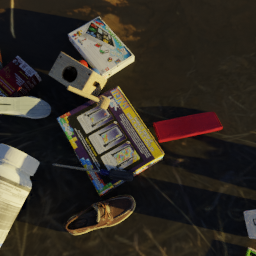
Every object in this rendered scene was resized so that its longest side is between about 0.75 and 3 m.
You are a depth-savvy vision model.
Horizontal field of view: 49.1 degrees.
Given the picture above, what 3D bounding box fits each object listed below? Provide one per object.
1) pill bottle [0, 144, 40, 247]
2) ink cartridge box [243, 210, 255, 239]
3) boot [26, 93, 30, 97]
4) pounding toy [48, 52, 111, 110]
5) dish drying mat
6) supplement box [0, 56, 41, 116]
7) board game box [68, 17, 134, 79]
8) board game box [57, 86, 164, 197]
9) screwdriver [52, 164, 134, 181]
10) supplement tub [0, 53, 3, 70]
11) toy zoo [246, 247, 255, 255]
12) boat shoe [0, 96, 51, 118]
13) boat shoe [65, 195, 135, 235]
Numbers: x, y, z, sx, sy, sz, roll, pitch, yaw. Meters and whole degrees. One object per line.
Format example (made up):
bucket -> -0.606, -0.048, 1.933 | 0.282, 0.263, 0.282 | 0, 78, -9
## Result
pill bottle -> -3.867, 1.987, 8.255 | 1.588, 1.588, 2.791 | 20, 70, 8
ink cartridge box -> 4.398, 2.629, 7.797 | 1.486, 2.036, 0.858 | -6, 71, -2
boot -> -3.870, -0.864, 10.018 | 0.753, 0.242, 0.702 | -7, 85, -1
pounding toy -> -1.379, -1.580, 9.283 | 2.233, 1.962, 1.022 | 33, 96, 13
dish drying mat -> 2.050, -0.048, 9.726 | 2.238, 0.204, 0.860 | -12, 54, -3
supplement box -> -4.292, -1.523, 10.109 | 1.090, 0.610, 2.003 | 40, 77, 13
board game box -> -1.049, -3.110, 10.834 | 1.493, 0.409, 2.365 | -34, 73, -12
board game box -> -0.613, 0.379, 9.303 | 2.402, 0.824, 2.906 | -29, 72, -12
screwdriver -> -1.006, 1.223, 8.251 | 2.399, 0.335, 0.349 | 13, 38, -2
supplement tub -> -5.208, -2.614, 10.349 | 0.971, 0.971, 1.584 | -15, 69, -6
toy zoo -> 3.738, 4.216, 8.216 | 0.737, 0.115, 1.123 | 24, 71, 9
boat shoe -> -3.685, -0.732, 9.554 | 2.027, 0.629, 0.730 | 7, 86, -23
boat shoe -> -0.823, 2.613, 8.454 | 2.228, 0.802, 0.804 | -18, 70, -7
